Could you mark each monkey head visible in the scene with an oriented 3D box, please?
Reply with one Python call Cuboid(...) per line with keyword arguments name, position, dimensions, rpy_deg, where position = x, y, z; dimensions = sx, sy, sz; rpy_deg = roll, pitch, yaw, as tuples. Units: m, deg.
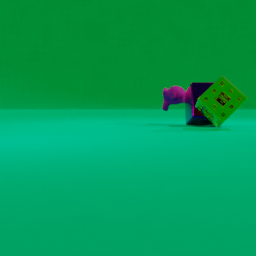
Cuboid(name="monkey head", position=(1.663, -1.046, 10.171), dimensions=(0.800, 0.955, 1.328), rpy_deg=(12, 1, 33))

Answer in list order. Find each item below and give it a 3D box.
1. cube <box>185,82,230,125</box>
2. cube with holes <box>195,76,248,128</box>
Cuboid(name="cube", position=(2.543, -0.766, 9.160), dimensions=(1.151, 1.151, 1.151), rpy_deg=(0, -11, 1))
Cuboid(name="cube with holes", position=(2.557, -0.697, 7.799), dimensions=(0.904, 0.904, 0.904), rpy_deg=(46, -1, 13))
